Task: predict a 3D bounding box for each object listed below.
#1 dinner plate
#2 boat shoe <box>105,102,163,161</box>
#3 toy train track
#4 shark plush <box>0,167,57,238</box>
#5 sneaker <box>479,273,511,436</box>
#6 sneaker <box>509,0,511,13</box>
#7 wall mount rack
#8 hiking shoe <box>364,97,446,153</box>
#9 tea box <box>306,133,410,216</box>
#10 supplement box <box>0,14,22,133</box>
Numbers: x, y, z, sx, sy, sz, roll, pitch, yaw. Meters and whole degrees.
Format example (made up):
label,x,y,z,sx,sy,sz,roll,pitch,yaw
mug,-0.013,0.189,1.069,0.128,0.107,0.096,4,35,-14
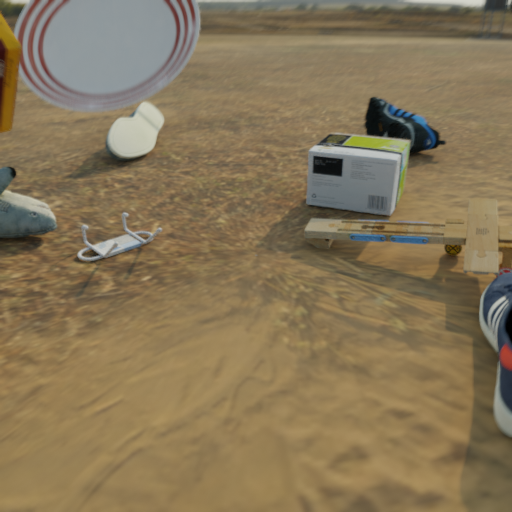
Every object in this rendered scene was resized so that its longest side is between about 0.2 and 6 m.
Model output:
label,x,y,z,sx,sy,sz,roll,pitch,yaw
dinner plate,-2.559,-3.815,9.700,3.266,0.396,3.266,-2,69,5
boat shoe,-3.300,-3.105,14.770,0.936,1.103,3.031,-37,21,28
toy train track,2.719,-0.167,8.986,3.885,0.632,2.228,4,33,21
shark plush,-4.921,-0.566,9.385,2.829,1.285,1.178,-12,59,-32
sneaker,3.248,0.695,6.355,1.146,1.292,3.057,7,27,13
sneaker,3.443,-1.952,5.674,2.837,0.943,1.283,31,5,-40
wall mount rack,-2.216,-0.289,9.213,1.369,0.511,1.190,-23,35,-37
hiking shoe,3.879,-3.468,15.229,1.261,1.082,2.910,1,35,-16
tea box,2.080,-1.707,11.322,1.726,1.153,1.698,11,28,21
supplement box,-2.653,-1.522,4.603,1.082,1.067,0.718,-25,76,-36
